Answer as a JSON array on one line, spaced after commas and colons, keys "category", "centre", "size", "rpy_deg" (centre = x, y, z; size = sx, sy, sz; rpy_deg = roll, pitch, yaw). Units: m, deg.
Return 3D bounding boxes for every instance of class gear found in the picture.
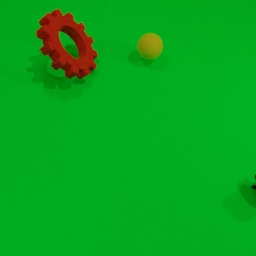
[{"category": "gear", "centre": [-1.572, -2.223, 7.504], "size": [0.336, 1.817, 1.817], "rpy_deg": [-20, 52, 34]}]

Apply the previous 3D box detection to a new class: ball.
[{"category": "ball", "centre": [0.626, -2.310, 7.941], "size": [0.712, 0.712, 0.712], "rpy_deg": [0, 59, 0]}]

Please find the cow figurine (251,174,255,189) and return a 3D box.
[{"category": "cow figurine", "centre": [3.503, 1.156, 6.003], "size": [1.425, 1.402, 0.782], "rpy_deg": [-5, 70, -45]}]
